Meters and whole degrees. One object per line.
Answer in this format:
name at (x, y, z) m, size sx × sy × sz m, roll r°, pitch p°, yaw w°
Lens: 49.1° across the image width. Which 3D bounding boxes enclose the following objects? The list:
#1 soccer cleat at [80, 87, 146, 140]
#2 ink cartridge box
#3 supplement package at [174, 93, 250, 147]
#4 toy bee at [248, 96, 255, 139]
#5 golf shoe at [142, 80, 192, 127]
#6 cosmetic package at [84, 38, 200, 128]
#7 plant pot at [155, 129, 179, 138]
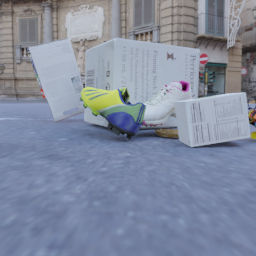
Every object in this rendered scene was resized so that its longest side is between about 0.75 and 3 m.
soccer cleat at (-0.298, -0.481, 5.394) m, size 0.616 × 0.796 × 1.904 m, roll 22°, pitch 11°, yaw -41°
ink cartridge box at (-2.128, -1.478, 8.716) m, size 1.258 × 2.309 × 0.581 m, roll -21°, pitch 20°, yaw -22°
supplement package at (1.332, -0.153, 4.544) m, size 0.946 × 0.712 × 0.718 m, roll -9°, pitch 6°, yaw -3°
toy bee at (2.309, -0.158, 4.920) m, size 0.634 × 0.968 × 0.526 m, roll -29°, pitch 7°, yaw -16°
golf shoe at (0.711, -0.544, 5.810) m, size 0.681 × 0.827 × 1.807 m, roll 22°, pitch 29°, yaw 39°
cosmetic package at (0.299, -1.093, 7.525) m, size 2.452 × 2.052 × 2.039 m, roll -2°, pitch 6°, yaw -28°
plant pot at (0.922, 0.108, 5.502) m, size 0.791 × 0.109 × 0.791 m, roll 1°, pitch 6°, yaw 0°
